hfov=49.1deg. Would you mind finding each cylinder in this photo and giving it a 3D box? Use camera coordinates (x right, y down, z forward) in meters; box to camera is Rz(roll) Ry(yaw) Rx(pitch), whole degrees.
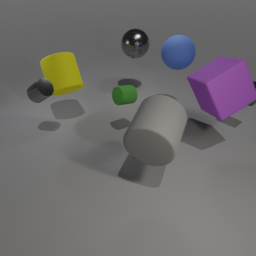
[{"bbox_3d":[-2.678,-2.171,11.398,1.400,1.400,1.400,-17,1,0],"label":"cylinder"},{"bbox_3d":[-0.125,-1.228,10.452,0.700,0.700,0.700,-12,31,-39],"label":"cylinder"},{"bbox_3d":[-3.128,-1.329,10.001,0.700,0.700,0.700,-21,13,40],"label":"cylinder"},{"bbox_3d":[0.755,0.060,7.542,1.400,1.400,1.400,11,46,18],"label":"cylinder"}]

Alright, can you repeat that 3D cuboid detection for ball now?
[{"bbox_3d":[0.358,-4.131,13.732,1.400,1.400,1.400,0,31,0],"label":"ball"},{"bbox_3d":[2.075,-3.111,11.566,1.400,1.400,1.400,0,31,0],"label":"ball"}]

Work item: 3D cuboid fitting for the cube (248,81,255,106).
[{"bbox_3d":[4.620,-1.352,10.744,0.700,0.700,0.700,-33,37,-29],"label":"cube"}]

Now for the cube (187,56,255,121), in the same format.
[{"bbox_3d":[3.039,-1.328,9.119,1.400,1.400,1.400,-32,23,-2],"label":"cube"}]
